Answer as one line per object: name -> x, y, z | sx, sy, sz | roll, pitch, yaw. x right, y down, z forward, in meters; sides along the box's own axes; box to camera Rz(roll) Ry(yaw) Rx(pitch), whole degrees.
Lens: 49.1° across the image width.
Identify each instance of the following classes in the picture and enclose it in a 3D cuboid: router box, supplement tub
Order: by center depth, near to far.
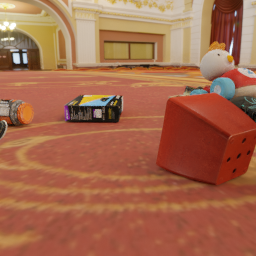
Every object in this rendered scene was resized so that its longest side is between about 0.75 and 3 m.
supplement tub -> -3.773, -0.499, 8.934 | 1.357, 0.831, 0.831 | 5, 15, 17
router box -> -1.154, -0.767, 10.382 | 1.840, 0.630, 2.467 | 0, 14, 2

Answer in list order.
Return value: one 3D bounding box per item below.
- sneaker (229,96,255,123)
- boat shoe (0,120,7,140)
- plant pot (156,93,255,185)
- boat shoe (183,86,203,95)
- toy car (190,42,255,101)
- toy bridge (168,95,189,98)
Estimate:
sneaker -> 3.973, -0.473, 8.722 | 2.402, 0.905, 0.952 | 13, 21, 42
boat shoe -> -3.079, 0.185, 6.310 | 0.352, 0.930, 0.281 | 47, 17, 20
plant pot -> 1.534, 0.239, 5.173 | 1.408, 1.410, 1.242 | -10, 28, -35
boat shoe -> 3.790, -1.934, 15.016 | 0.689, 0.634, 1.928 | -11, 18, -38
toy car -> 3.698, -2.182, 10.824 | 2.502, 2.715, 2.401 | -6, -10, -28
toy bridge -> 2.800, -1.545, 14.258 | 1.889, 0.257, 0.635 | -8, 15, -30
